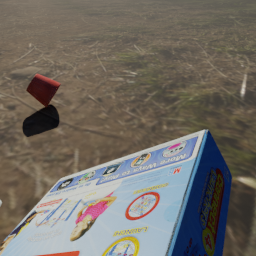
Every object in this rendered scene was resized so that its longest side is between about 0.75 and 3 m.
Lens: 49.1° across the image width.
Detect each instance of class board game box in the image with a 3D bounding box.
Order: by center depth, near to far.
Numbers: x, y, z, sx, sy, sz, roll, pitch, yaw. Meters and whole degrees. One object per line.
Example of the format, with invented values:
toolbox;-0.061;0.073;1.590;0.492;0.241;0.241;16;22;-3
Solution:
board game box;-0.437;1.462;3.312;2.952;0.825;2.891;-22;18;34

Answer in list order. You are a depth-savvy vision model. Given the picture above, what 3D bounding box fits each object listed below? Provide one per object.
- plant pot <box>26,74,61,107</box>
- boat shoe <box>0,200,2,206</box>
plant pot;-2.735;-1.257;8.998;0.807;0.913;0.913;32;28;-14
boat shoe;-2.876;1.533;4.304;0.701;0.559;1.854;-5;23;38
